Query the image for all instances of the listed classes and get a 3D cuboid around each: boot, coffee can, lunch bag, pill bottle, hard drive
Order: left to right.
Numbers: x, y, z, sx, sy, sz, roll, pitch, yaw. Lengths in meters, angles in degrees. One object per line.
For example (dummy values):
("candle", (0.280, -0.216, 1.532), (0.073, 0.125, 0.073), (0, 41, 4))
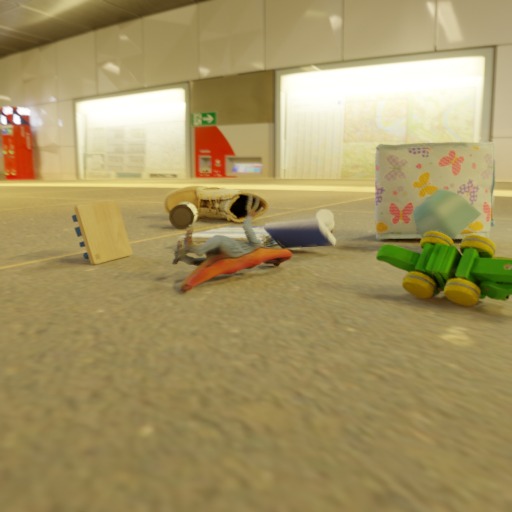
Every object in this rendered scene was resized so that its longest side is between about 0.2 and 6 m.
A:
("coffee can", (-2.010, -1.121, 15.538), (0.680, 0.680, 0.929), (0, 9, 0))
("boot", (-1.265, -1.561, 17.144), (2.892, 1.053, 2.248), (0, 10, -18))
("hard drive", (0.889, -0.436, 11.421), (1.239, 0.157, 0.817), (-4, -32, 34))
("pill bottle", (1.475, -0.622, 12.271), (0.445, 0.445, 0.812), (1, -33, 3))
("lunch bag", (4.180, -1.519, 13.235), (2.706, 2.295, 1.720), (0, 8, 12))

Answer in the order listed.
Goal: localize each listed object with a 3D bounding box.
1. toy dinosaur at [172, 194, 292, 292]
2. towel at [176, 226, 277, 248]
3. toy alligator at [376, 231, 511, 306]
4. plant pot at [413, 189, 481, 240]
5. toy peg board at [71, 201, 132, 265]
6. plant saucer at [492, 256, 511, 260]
("toy dinosaur", (-0.315, 0.116, 9.328), (2.037, 1.179, 2.245), (14, 49, -18))
("towel", (-0.337, -0.415, 12.674), (1.994, 0.323, 2.715), (2, 9, 21))
("toy alligator", (3.017, 0.298, 7.499), (2.949, 0.874, 0.800), (9, -27, 42))
("plant pot", (3.788, -0.812, 11.487), (0.907, 0.927, 0.910), (-38, -6, -23))
("toy peg board", (-3.067, -0.410, 10.733), (0.548, 1.121, 1.116), (-15, 3, 27))
("plant saucer", (3.967, 0.240, 9.192), (1.528, 0.237, 1.528), (0, 9, 0))
